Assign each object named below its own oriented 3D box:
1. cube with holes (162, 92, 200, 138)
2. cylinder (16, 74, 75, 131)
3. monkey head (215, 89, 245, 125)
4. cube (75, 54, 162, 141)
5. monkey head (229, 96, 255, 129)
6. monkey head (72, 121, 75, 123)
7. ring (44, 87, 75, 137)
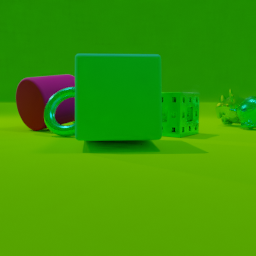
[{"bbox_3d":[1.032,-0.342,6.663,0.978,0.978,0.978,4,7,38],"label":"cube with holes"},{"bbox_3d":[-2.096,-0.734,7.691,1.374,1.374,1.374,5,15,39],"label":"cylinder"},{"bbox_3d":[3.335,-0.681,8.843,0.962,1.149,1.597,-25,-53,38],"label":"monkey head"},{"bbox_3d":[-0.189,-0.474,5.103,1.385,1.385,1.385,0,-2,-4],"label":"cube"},{"bbox_3d":[3.578,-0.416,7.725,1.043,0.874,1.450,10,-20,-37],"label":"monkey head"},{"bbox_3d":[-1.281,-0.735,9.539,1.410,1.960,1.181,-35,1,-44],"label":"monkey head"},{"bbox_3d":[-1.328,-0.386,6.378,1.235,1.235,0.247,1,-23,13],"label":"ring"}]
